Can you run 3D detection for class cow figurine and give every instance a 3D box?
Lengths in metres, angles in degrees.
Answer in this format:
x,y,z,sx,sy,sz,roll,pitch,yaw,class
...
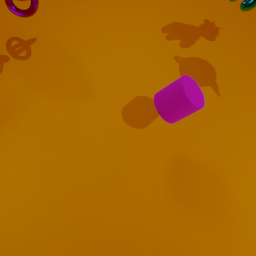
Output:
x,y,z,sx,sy,sz,roll,pitch,yaw,class
3.309,-3.567,6.844,1.614,1.641,0.901,-31,62,-3,cow figurine

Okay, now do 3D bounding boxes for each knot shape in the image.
x,y,z,sx,sy,sz,roll,pitch,yaw,class
-2.288,-3.003,5.912,0.506,1.024,1.095,39,95,35,knot shape

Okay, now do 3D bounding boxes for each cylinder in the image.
x,y,z,sx,sy,sz,roll,pitch,yaw,class
1.180,-0.648,6.471,0.850,0.850,0.850,28,47,-35,cylinder
